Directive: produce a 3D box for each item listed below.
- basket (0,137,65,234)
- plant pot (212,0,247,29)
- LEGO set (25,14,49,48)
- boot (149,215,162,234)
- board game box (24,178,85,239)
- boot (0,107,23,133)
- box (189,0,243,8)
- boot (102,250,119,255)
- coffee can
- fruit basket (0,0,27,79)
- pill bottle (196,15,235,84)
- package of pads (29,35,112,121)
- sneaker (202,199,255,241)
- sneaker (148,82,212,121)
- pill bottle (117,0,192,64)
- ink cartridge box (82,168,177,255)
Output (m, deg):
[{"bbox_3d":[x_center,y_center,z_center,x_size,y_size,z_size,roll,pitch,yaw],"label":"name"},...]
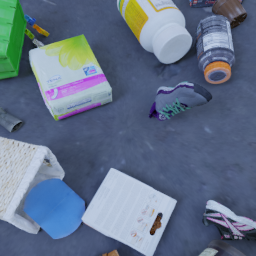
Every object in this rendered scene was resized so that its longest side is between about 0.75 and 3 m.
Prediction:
[{"bbox_3d":[-2.654,1.357,6.771,1.424,1.755,1.771,17,63,12],"label":"basket"},{"bbox_3d":[3.806,-4.307,10.383,1.001,1.001,0.991,-24,72,-13],"label":"plant pot"},{"bbox_3d":[-3.316,-3.472,10.129,1.634,0.671,0.623,45,101,16],"label":"LEGO set"},{"bbox_3d":[0.483,2.518,6.936,0.728,0.347,0.941,27,67,9],"label":"boot"},{"bbox_3d":[-1.852,2.033,7.135,1.504,0.293,1.189,42,53,3],"label":"board game box"},{"bbox_3d":[-3.814,-0.141,8.428,0.969,0.352,0.881,38,70,12],"label":"boot"},{"bbox_3d":[3.443,-5.538,11.315,2.085,0.393,1.424,-5,61,-3],"label":"box"},{"bbox_3d":[-0.462,3.634,6.199,1.220,0.581,1.576,-22,66,-17],"label":"boot"},{"bbox_3d":[1.358,3.918,5.108,2.953,2.161,2.161,-36,67,-17],"label":"coffee can"},{"bbox_3d":[-4.922,-2.954,8.981,3.032,2.187,3.032,2,70,-6],"label":"fruit basket"},{"bbox_3d":[2.870,-2.549,9.236,1.173,1.173,2.208,4,62,2],"label":"pill bottle"},{"bbox_3d":[-1.885,-1.641,8.909,1.985,0.876,2.569,-20,62,-12],"label":"package of pads"},{"bbox_3d":[2.605,2.483,6.865,1.683,0.676,0.726,25,76,22],"label":"sneaker"},{"bbox_3d":[1.330,-0.580,7.598,0.877,2.356,1.031,32,83,-17],"label":"sneaker"},{"bbox_3d":[0.914,-3.663,9.575,1.654,1.654,2.932,-22,63,-12],"label":"pill bottle"},{"bbox_3d":[0.039,2.095,7.094,1.919,0.481,1.556,26,64,12],"label":"ink cartridge box"}]
